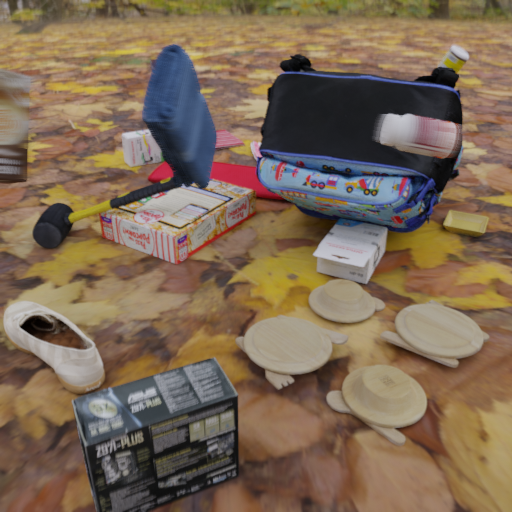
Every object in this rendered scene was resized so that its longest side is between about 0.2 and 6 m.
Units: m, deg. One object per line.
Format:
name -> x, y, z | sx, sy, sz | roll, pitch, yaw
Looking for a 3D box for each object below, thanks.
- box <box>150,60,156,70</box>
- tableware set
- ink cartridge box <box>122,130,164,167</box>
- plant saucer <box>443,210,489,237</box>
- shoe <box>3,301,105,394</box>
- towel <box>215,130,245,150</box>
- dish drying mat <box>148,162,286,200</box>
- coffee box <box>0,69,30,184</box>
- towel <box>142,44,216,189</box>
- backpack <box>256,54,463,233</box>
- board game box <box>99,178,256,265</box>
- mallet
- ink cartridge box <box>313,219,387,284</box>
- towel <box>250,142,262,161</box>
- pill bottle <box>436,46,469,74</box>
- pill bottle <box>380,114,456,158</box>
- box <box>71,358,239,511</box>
box -> -1.531, -3.147, 9.700 | 0.523, 0.434, 0.430 | -10, 41, -8
tableware set -> 1.668, 1.324, 8.706 | 2.951, 0.410, 3.533 | 24, 37, 33
ink cartridge box -> -3.133, -3.081, 15.927 | 1.197, 0.867, 0.503 | -15, 33, -25
plant saucer -> 4.637, -0.685, 12.403 | 0.864, 0.209, 0.864 | 13, 32, 23
shoe -> -3.147, 1.194, 8.633 | 2.523, 0.673, 0.882 | 25, 38, 37
towel -> -1.138, -3.663, 17.670 | 1.058, 0.165, 1.463 | -13, 34, -25
dish drying mat -> -0.737, -2.050, 14.632 | 3.952, 0.360, 1.518 | 11, 33, 18
coffee box -> -4.420, -2.157, 9.339 | 0.717, 1.798, 1.028 | 3, 2, 39
towel -> -1.261, -2.237, 9.502 | 0.633, 2.608, 1.456 | 7, 73, 10
backpack -> 2.410, -2.081, 12.097 | 3.901, 2.874, 4.273 | 14, -3, 24
board game box -> -1.665, -0.958, 12.413 | 2.147, 0.656, 2.834 | 19, 35, 29
mallet -> -3.110, -0.946, 11.493 | 3.260, 0.671, 1.074 | -14, 30, 18
ink cartridge box -> 1.820, -0.049, 10.880 | 1.024, 0.590, 1.768 | 14, 32, 21
towel -> 0.900, -3.061, 16.482 | 1.971, 0.295, 1.442 | -5, 31, -9
pill bottle -> 3.747, -3.665, 10.890 | 0.400, 0.732, 0.400 | 17, 45, -18
pill bottle -> 2.298, -1.723, 7.984 | 0.945, 0.518, 0.518 | 10, 30, -2
box -> -1.090, 2.094, 6.357 | 1.672, 1.369, 0.720 | -14, 33, -22
